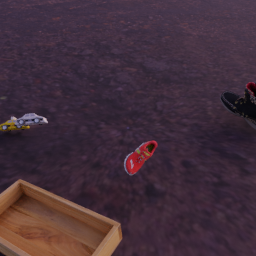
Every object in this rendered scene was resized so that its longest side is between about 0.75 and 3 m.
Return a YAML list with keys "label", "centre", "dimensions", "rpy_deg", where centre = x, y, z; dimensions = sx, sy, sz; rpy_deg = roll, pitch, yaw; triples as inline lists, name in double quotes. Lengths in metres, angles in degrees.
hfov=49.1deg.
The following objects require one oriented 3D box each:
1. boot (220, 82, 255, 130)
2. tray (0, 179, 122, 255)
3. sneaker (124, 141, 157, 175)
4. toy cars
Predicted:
- label: "boot"
  centre: [3.595, -0.852, 8.451]
  dimensions: [0.678, 1.395, 1.853]
  rpy_deg: [-33, 55, -8]
- label: "tray"
  centre: [-1.592, 1.934, 5.291]
  dimensions: [2.669, 0.494, 1.316]
  rpy_deg: [14, 37, 28]
- label: "sneaker"
  centre: [0.306, 0.635, 6.470]
  dimensions: [0.407, 0.449, 1.058]
  rpy_deg: [47, 56, -8]
- label: "toy cars"
  centre: [-3.079, -0.201, 8.161]
  dimensions: [1.737, 0.384, 0.778]
  rpy_deg: [-11, -8, 37]
